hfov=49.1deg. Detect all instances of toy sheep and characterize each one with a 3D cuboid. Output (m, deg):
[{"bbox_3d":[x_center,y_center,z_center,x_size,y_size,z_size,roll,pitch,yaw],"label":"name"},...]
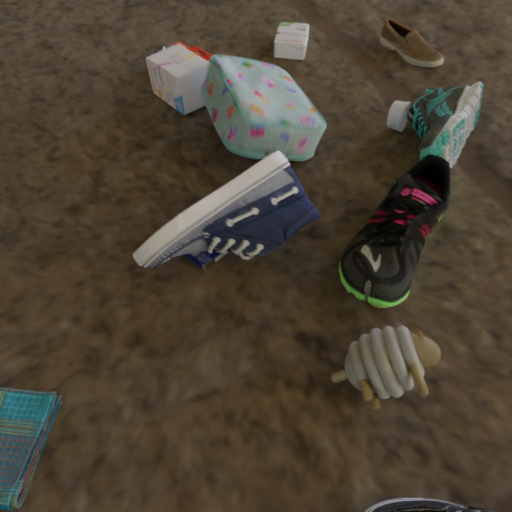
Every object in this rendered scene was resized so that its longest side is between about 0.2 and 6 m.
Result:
[{"bbox_3d":[1.691,1.441,7.414,1.481,1.021,1.021,-19,48,13],"label":"toy sheep"}]

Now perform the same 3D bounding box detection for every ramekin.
[{"bbox_3d":[2.898,-2.858,11.409,0.297,0.609,0.609,22,52,22],"label":"ramekin"}]

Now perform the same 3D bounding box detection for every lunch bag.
[{"bbox_3d":[0.147,-2.836,10.908,2.027,0.974,2.528,0,47,-30],"label":"lunch bag"}]

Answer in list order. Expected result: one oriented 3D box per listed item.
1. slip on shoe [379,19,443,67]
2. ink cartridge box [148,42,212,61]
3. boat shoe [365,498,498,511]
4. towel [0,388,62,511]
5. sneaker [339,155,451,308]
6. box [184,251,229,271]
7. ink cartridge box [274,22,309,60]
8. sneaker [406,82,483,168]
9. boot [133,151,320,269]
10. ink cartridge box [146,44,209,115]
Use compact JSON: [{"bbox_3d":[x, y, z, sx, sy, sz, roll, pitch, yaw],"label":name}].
[{"bbox_3d":[3.720,-5.102,13.408,0.687,0.548,1.808,-27,54,-22],"label":"slip on shoe"},{"bbox_3d":[-1.746,-4.679,13.160,1.408,0.354,0.767,-37,58,-26],"label":"ink cartridge box"},{"bbox_3d":[2.460,3.116,5.961,2.702,0.895,0.945,11,50,10],"label":"boat shoe"},{"bbox_3d":[-3.729,2.339,7.098,2.096,0.227,1.537,5,48,4],"label":"towel"},{"bbox_3d":[2.230,-0.513,8.807,1.230,1.342,3.205,22,52,16],"label":"sneaker"},{"bbox_3d":[-0.993,-0.253,9.393,1.078,0.175,0.653,37,59,25],"label":"box"},{"bbox_3d":[0.857,-5.219,13.589,0.746,0.431,1.026,7,49,6],"label":"ink cartridge box"},{"bbox_3d":[3.520,-2.572,11.028,1.259,1.071,2.760,15,43,27],"label":"sneaker"},{"bbox_3d":[-0.416,-0.359,8.838,2.897,1.054,1.309,-35,94,-6],"label":"boot"},{"bbox_3d":[-1.661,-3.821,12.022,0.875,0.898,1.397,-33,52,-24],"label":"ink cartridge box"}]
